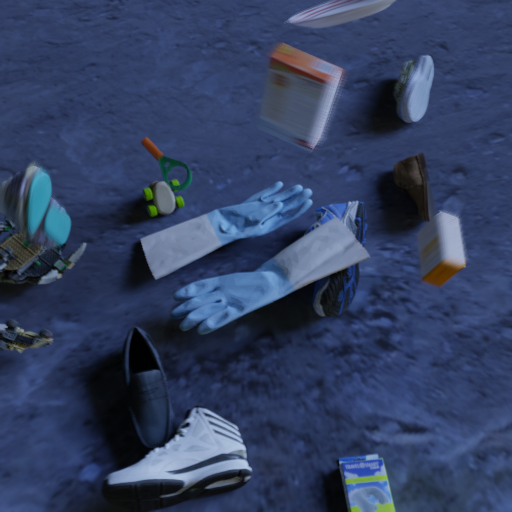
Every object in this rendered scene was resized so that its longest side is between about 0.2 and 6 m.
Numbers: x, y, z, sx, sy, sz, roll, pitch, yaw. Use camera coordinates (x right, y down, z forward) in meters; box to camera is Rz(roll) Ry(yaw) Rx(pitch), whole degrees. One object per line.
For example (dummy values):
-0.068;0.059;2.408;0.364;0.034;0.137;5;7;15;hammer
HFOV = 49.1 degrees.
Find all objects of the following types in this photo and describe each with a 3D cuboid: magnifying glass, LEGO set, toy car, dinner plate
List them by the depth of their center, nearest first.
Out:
1.720;-4.602;10.426;2.238;0.271;2.238;-14;29;8;dinner plate
-1.725;-1.763;10.635;0.522;0.147;1.312;-44;76;1;magnifying glass
-4.602;0.438;10.988;2.266;0.989;3.490;7;57;3;LEGO set
-2.193;-1.379;12.654;0.791;0.760;0.963;-19;25;-19;toy car

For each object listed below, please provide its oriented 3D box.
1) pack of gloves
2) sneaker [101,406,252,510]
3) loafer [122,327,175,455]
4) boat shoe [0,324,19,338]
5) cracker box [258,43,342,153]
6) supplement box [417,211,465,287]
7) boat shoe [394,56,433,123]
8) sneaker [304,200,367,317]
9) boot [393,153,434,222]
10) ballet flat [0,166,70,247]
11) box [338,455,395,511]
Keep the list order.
-0.146;0.049;11.299;3.814;0.752;3.204;-24;42;-7;pack of gloves
-1.301;3.161;8.912;2.267;0.856;1.305;-4;42;-13;sneaker
-1.899;2.247;9.518;0.770;0.796;2.268;-13;53;-10;loafer
-5.315;1.643;10.297;1.857;0.675;0.582;-7;94;-12;boat shoe
0.745;-2.822;10.174;1.167;1.743;0.503;26;58;7;cracker box
3.204;-0.119;9.751;0.407;0.697;1.106;17;52;-13;supplement box
4.100;-4.381;14.908;0.793;0.920;2.555;-3;45;35;boat shoe
1.498;0.046;11.265;1.109;1.090;2.878;3;46;21;sneaker
3.579;-1.490;12.700;0.772;0.753;2.046;-11;46;17;boot
-3.510;-0.717;8.530;0.918;2.552;0.918;2;76;-8;ballet flat
1.726;3.663;8.733;0.695;0.271;1.139;-4;52;-4;box
